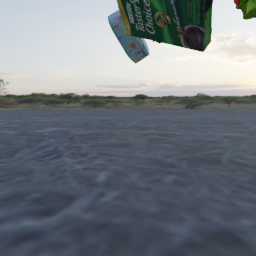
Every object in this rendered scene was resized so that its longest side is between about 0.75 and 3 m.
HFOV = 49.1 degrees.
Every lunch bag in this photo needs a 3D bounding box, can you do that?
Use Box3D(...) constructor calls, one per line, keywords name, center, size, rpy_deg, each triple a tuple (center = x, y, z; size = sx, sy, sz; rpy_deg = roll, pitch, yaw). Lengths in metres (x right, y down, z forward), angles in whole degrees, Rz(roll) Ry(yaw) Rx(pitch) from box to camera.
Box3D(name="lunch bag", center=(0.045, -3.270, 9.777), size=(0.731, 1.897, 1.522), rpy_deg=(-28, 18, 16))

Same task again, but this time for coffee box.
Box3D(name="coffee box", center=(0.782, -2.601, 6.380), size=(2.254, 0.496, 1.386), rpy_deg=(24, -27, 28))

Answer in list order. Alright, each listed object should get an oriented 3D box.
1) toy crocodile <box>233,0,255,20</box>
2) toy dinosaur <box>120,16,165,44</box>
Box3D(name="toy crocodile", center=(2.050, -2.425, 4.331), size=(0.914, 0.999, 2.959), rpy_deg=(2, 5, 14))
Box3D(name="toy dinosaur", center=(0.816, -3.334, 8.085), size=(2.291, 1.555, 1.170), rpy_deg=(-27, -9, -5))
